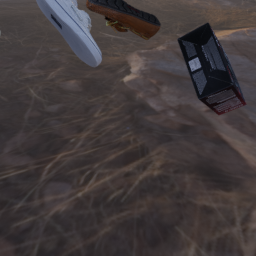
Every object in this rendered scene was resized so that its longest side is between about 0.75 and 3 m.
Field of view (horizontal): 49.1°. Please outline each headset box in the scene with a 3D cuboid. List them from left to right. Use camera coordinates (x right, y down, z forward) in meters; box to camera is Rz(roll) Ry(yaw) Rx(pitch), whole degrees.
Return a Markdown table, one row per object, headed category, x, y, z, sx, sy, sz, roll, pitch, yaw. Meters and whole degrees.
| category | x | y | z | sx | sy | sz | roll | pitch | yaw |
| --- | --- | --- | --- | --- | --- | --- | --- | --- | --- |
| headset box | 1.333 | -0.807 | 4.289 | 0.513 | 1.327 | 0.988 | -23 | 70 | 27 |

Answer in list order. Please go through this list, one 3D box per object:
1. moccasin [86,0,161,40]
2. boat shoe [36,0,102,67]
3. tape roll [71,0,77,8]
| category | x | y | z | sx | sy | sz | roll | pitch | yaw |
| --- | --- | --- | --- | --- | --- | --- | --- | --- | --- |
| moccasin | -0.196 | -3.844 | 9.932 | 2.893 | 1.117 | 1.058 | 3 | 51 | -41 |
| boat shoe | -1.536 | -3.079 | 8.200 | 0.909 | 1.023 | 2.781 | -38 | 92 | -21 |
| tape roll | -2.136 | -3.966 | 9.037 | 0.975 | 0.975 | 0.341 | -22 | 27 | -27 |
